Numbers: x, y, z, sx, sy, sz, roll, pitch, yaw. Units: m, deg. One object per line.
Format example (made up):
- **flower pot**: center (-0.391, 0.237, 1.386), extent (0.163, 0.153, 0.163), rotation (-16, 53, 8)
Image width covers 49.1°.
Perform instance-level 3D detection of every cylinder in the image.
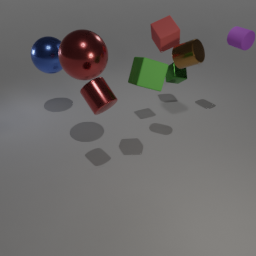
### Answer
- **cylinder**: center (1.751, -2.140, 8.119), extent (0.700, 0.700, 0.700), rotation (-7, 20, 43)
- **cylinder**: center (4.111, -3.266, 10.199), extent (0.700, 0.700, 0.700), rotation (-17, 38, -26)
- **cylinder**: center (-0.732, -0.804, 7.059), extent (0.700, 0.700, 0.700), rotation (-29, 83, -39)

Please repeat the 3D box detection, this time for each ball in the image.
- **ball**: center (-1.256, -2.055, 7.935), extent (1.400, 1.400, 1.400), rotation (0, 31, 0)
- **ball**: center (-3.025, -2.809, 10.826), extent (1.400, 1.400, 1.400), rotation (0, 31, 0)

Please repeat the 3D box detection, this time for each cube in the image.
- **cube**: center (0.502, -1.391, 7.194), extent (0.700, 0.700, 0.700), rotation (11, 11, -22)
- **cube**: center (2.155, -2.459, 12.603), extent (0.700, 0.700, 0.700), rotation (3, -12, -27)
- **cube**: center (1.198, -3.008, 8.984), extent (0.700, 0.700, 0.700), rotation (-25, 66, -2)
